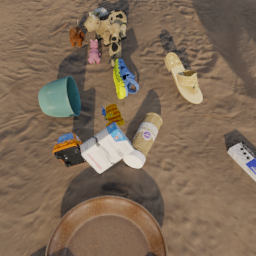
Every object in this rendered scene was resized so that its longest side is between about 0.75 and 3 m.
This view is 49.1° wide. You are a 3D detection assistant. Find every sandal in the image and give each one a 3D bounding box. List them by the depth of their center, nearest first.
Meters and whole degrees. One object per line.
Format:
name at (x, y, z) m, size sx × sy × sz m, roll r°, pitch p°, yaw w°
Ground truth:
sandal at (2.054, -1.813, 9.818) m, size 0.775 × 0.695 × 2.113 m, roll -33°, pitch 88°, yaw -21°
sandal at (-0.101, -1.871, 10.569) m, size 0.815 × 0.744 × 1.872 m, roll -5°, pitch 59°, yaw -11°

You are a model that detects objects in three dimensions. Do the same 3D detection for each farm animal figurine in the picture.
farm animal figurine at (-0.989, -4.113, 11.757) m, size 2.940 × 1.533 × 2.908 m, roll 29°, pitch 57°, yaw 21°

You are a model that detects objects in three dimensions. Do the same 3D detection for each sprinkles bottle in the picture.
sprinkles bottle at (0.498, 0.348, 8.794) m, size 0.641 × 0.641 × 1.879 m, roll 19°, pitch 53°, yaw 14°

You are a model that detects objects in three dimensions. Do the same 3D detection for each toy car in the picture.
toy car at (-1.006, 0.208, 7.892) m, size 2.564 × 1.257 × 0.853 m, roll -29°, pitch 58°, yaw 20°

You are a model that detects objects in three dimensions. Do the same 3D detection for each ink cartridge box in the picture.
ink cartridge box at (-0.441, 0.414, 5.823) m, size 0.904 × 0.653 × 0.381 m, roll -35°, pitch 30°, yaw 4°
ink cartridge box at (3.681, 0.993, 8.516) m, size 0.569 × 0.267 × 1.210 m, roll -26°, pitch 56°, yaw -18°

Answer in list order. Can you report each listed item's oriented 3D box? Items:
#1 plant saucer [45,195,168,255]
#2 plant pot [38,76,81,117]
plant saucer at (-0.496, 3.056, 6.721) m, size 2.873 × 0.526 × 2.873 m, roll 0°, pitch 51°, yaw 0°
plant pot at (-2.342, -0.990, 9.467) m, size 1.095 × 1.365 × 1.365 m, roll -9°, pitch 51°, yaw 7°
